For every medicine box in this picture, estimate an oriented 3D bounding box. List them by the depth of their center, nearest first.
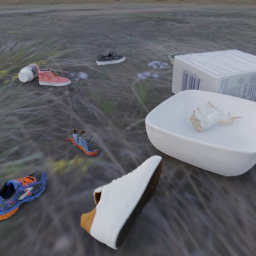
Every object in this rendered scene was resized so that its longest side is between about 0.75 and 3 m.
[{"bbox_3d":[3.241,-1.558,9.254,2.705,1.392,2.464,-10,30,-18],"label":"medicine box"}]

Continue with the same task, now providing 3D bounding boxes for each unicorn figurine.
[{"bbox_3d":[2.245,-0.295,7.429,1.183,0.812,0.437,-33,-11,13],"label":"unicorn figurine"}]

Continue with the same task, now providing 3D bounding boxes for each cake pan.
[{"bbox_3d":[2.820,-3.312,13.613,1.696,0.311,1.696,0,28,0],"label":"cake pan"}]

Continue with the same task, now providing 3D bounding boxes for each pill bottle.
[{"bbox_3d":[-4.017,-2.208,11.343,0.544,0.544,0.982,4,29,8],"label":"pill bottle"}]

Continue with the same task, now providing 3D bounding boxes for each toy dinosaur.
[{"bbox_3d":[-1.086,0.412,6.912,0.512,0.975,0.885,19,40,-41],"label":"toy dinosaur"}]

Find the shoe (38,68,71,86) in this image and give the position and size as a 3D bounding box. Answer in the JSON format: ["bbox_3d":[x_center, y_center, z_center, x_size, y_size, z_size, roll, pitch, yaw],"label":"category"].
[{"bbox_3d":[-2.879,-1.986,10.912,1.254,0.570,0.448,3,29,6],"label":"shoe"}]

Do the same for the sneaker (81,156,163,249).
[{"bbox_3d":[-0.060,1.081,5.072,0.901,0.775,2.129,17,34,24],"label":"sneaker"}]

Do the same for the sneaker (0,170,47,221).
[{"bbox_3d":[-2.015,1.148,5.238,0.490,0.510,1.300,15,32,23],"label":"sneaker"}]

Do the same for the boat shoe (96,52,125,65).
[{"bbox_3d":[-0.833,-3.449,13.648,1.557,0.516,0.545,-14,32,-24],"label":"boat shoe"}]

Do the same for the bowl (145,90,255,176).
[{"bbox_3d":[1.964,0.082,6.700,2.656,0.991,2.652,19,34,30],"label":"bowl"}]
